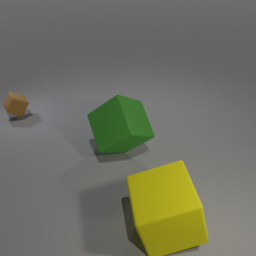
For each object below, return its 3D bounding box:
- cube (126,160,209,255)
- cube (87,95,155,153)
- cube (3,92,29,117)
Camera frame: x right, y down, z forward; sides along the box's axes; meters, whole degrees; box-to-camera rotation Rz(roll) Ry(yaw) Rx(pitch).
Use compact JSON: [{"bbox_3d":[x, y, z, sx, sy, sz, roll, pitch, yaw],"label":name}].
[{"bbox_3d":[0.883,1.855,6.449,1.400,1.400,1.400,-17,36,3],"label":"cube"},{"bbox_3d":[-0.226,-0.071,9.218,1.400,1.400,1.400,-30,-20,29],"label":"cube"},{"bbox_3d":[-4.712,-0.997,11.779,0.700,0.700,0.700,15,20,-43],"label":"cube"}]
